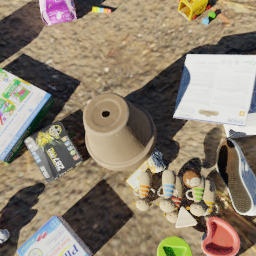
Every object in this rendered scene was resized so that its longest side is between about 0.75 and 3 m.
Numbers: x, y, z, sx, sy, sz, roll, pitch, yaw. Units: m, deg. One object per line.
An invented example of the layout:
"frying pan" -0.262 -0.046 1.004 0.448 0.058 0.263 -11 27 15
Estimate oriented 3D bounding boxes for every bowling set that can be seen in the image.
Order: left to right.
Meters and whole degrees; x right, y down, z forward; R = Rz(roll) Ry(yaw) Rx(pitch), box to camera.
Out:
"bowling set" 1.495 2.014 8.141 2.686 1.869 1.442 6 71 3

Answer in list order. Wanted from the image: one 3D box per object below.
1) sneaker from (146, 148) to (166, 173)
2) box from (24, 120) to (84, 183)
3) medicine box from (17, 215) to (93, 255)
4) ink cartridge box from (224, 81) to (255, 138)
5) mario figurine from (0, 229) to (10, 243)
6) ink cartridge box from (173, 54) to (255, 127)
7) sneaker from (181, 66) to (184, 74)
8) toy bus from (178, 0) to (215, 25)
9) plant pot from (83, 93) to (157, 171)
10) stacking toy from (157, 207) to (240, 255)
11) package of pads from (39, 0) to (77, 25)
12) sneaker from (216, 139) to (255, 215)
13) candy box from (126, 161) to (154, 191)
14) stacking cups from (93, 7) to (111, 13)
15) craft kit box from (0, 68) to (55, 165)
"sneaker" 0.829 0.867 9.365 0.591 0.510 1.349 -1 59 -29
"box" -2.466 0.766 9.370 1.368 0.417 1.697 -32 73 -8
"medicine box" -2.072 3.599 8.086 1.419 0.802 1.558 -42 75 -14
"ink cartridge box" 4.185 -1.091 9.696 1.927 1.118 2.611 -6 67 -2
"mario figurine" -4.249 3.449 8.323 1.150 0.987 1.862 15 77 -30
"ink cartridge box" 2.839 -1.251 9.139 2.314 0.510 2.356 10 81 28
"sneaker" 2.217 -2.070 10.329 0.336 0.357 0.872 -27 51 -1
"toy bus" 2.846 -5.153 11.396 1.526 0.836 1.617 4 70 2
"plant pot" -0.415 -0.051 8.591 2.365 2.062 2.365 -5 66 12
"stacking toy" 1.980 3.639 8.129 2.061 0.962 2.277 27 61 16
"package of pads" -2.956 -5.397 11.486 1.340 0.841 2.224 -12 70 -2
"sneaker" 3.590 1.568 8.988 1.057 0.909 2.498 18 52 -34
"candy box" 0.443 1.574 9.217 0.959 0.127 0.490 -43 75 -14
"stacking cups" -1.083 -4.891 11.621 0.751 0.227 0.227 6 69 3
"craft kit box" -4.491 -0.570 9.788 2.728 0.670 2.762 29 72 8
